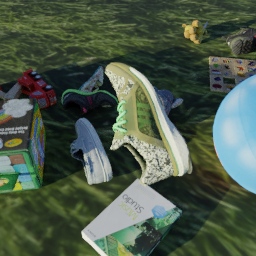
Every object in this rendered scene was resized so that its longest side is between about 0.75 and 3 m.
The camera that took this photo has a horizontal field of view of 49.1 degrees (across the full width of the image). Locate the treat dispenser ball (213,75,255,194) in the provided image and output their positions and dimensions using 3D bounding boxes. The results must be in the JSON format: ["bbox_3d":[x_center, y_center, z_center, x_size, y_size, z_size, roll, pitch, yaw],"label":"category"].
[{"bbox_3d":[3.473,0.140,6.395,2.952,2.952,2.952,0,45,0],"label":"treat dispenser ball"}]

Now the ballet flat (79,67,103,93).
[{"bbox_3d":[-1.203,-1.579,9.948,0.501,0.593,1.567,37,54,-6],"label":"ballet flat"}]

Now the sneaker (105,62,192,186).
[{"bbox_3d":[0.069,-0.059,3.812,0.849,0.736,1.915,-28,75,-14],"label":"sneaker"}]

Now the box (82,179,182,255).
[{"bbox_3d":[0.116,2.137,6.234,1.359,0.342,1.883,32,54,29],"label":"box"}]

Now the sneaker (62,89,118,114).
[{"bbox_3d":[-1.228,-0.769,9.035,1.869,0.717,0.783,2,60,9],"label":"sneaker"}]

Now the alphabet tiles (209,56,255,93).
[{"bbox_3d":[4.492,-1.949,10.534,2.766,0.104,2.312,8,45,7],"label":"alphabet tiles"}]

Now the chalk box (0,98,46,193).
[{"bbox_3d":[-2.984,0.626,6.939,1.532,1.521,2.455,-4,46,-6],"label":"chalk box"}]

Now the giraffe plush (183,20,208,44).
[{"bbox_3d":[2.884,-4.340,12.485,1.131,0.976,0.917,-44,37,-23],"label":"giraffe plush"}]

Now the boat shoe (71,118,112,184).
[{"bbox_3d":[-1.142,0.567,7.519,0.774,0.758,2.173,-15,50,-21],"label":"boat shoe"}]

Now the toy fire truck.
[{"bbox_3d":[-3.687,-1.295,9.529,1.657,0.573,2.349,-30,53,-26],"label":"toy fire truck"}]

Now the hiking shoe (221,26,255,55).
[{"bbox_3d":[5.390,-3.950,11.904,2.614,0.990,1.316,-12,49,-11],"label":"hiking shoe"}]

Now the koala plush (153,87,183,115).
[{"bbox_3d":[0.933,-0.729,8.564,1.346,1.395,1.518,27,39,24],"label":"koala plush"}]
